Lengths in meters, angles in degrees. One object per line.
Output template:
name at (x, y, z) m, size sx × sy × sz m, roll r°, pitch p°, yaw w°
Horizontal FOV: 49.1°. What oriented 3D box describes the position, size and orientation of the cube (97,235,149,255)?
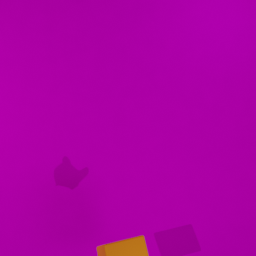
cube at (-0.080, 2.477, 5.149) m, size 0.765 × 0.765 × 0.765 m, roll -6°, pitch 67°, yaw -20°
